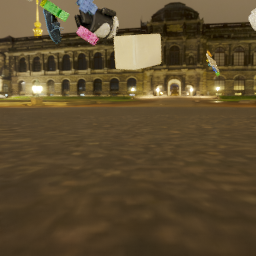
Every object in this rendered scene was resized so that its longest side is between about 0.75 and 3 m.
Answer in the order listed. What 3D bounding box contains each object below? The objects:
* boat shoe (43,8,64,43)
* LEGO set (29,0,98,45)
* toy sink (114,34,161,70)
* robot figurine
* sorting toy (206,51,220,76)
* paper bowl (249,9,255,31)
[{"bbox_3d":[-2.401,-3.358,9.078,0.400,1.164,0.490,-12,17,19],"label":"boat shoe"},{"bbox_3d":[-1.579,-3.126,6.858,2.522,0.962,1.035,29,8,-24],"label":"LEGO set"},{"bbox_3d":[0.241,-1.890,6.863,0.652,0.758,1.163,10,24,35],"label":"toy sink"},{"bbox_3d":[-1.087,-3.742,10.027,1.610,1.005,1.210,-4,18,-44],"label":"robot figurine"},{"bbox_3d":[2.159,-1.655,7.215,0.110,0.810,0.456,-32,-47,32],"label":"sorting toy"},{"bbox_3d":[4.360,-3.596,9.410,0.405,0.778,0.778,-27,-11,34],"label":"paper bowl"}]
